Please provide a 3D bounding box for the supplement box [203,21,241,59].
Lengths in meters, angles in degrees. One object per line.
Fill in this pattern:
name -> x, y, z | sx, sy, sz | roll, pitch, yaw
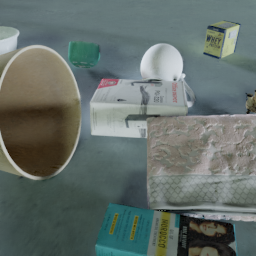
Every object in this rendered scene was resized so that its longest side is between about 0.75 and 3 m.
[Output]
supplement box -> 4.173, -3.942, 12.475 | 1.297, 1.298, 0.872 | -27, 43, -33

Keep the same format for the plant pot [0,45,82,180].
plant pot -> -3.063, -0.350, 6.464 | 2.979, 2.790, 2.790 | 2, 34, 21

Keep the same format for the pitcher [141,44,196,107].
pitcher -> 1.356, -1.731, 9.466 | 2.025, 1.431, 2.361 | 22, 45, -6

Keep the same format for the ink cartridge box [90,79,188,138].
ink cartridge box -> 0.346, -0.578, 7.797 | 2.478, 1.051, 1.805 | 4, 31, 5

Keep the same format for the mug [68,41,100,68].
mug -> -1.651, -2.859, 11.167 | 1.450, 0.897, 1.192 | 3, 4, -27

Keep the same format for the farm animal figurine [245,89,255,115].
farm animal figurine -> 3.897, -0.340, 7.775 | 1.327, 0.826, 1.643 | 4, 38, 22

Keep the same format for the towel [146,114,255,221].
towel -> 1.650, 0.663, 5.786 | 2.576, 0.415, 2.461 | 0, 49, 6

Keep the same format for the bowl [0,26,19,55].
bowl -> -5.712, -3.014, 11.071 | 2.970, 1.335, 2.970 | -1, 33, 1

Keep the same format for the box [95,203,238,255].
box -> 0.636, 1.946, 4.718 | 2.215, 0.544, 0.912 | 7, 36, 10
